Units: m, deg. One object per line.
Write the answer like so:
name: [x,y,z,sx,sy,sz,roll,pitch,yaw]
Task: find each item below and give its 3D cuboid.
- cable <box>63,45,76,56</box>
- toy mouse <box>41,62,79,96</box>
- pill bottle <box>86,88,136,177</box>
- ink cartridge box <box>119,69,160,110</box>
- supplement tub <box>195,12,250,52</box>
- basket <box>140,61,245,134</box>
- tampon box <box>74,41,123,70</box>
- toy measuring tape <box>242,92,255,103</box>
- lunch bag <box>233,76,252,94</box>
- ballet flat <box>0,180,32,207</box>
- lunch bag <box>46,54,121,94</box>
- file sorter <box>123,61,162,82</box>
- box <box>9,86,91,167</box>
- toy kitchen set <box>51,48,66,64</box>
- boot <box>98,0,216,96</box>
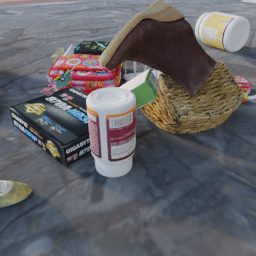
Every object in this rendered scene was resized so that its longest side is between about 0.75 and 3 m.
cable: [-2.666,-3.102,12.405,0.428,1.237,1.237,36,33,-17]
toy mouse: [-1.711,-1.038,6.774,1.243,0.241,1.105,-29,22,18]
pill bottle: [-0.355,0.129,6.513,1.092,1.913,1.092,0,32,0]
ink cartridge box: [-0.089,-0.784,7.618,1.876,0.556,0.974,-27,21,26]
supplement tub: [5.104,-5.325,15.347,1.807,1.807,2.486,-18,36,-27]
basket: [2.031,-0.667,8.833,2.612,1.946,1.865,-17,68,-25]
tampon box: [-1.224,-3.016,12.239,1.864,1.177,1.397,6,32,9]
toy measuring tape: [4.254,-1.110,9.930,1.057,0.389,0.389,-8,33,-9]
lunch bag: [4.049,-1.590,10.674,1.154,0.473,1.017,1,37,-2]
ballet flat: [-2.949,1.376,5.781,1.788,0.632,0.632,-11,34,-18]
lunch bag: [-1.642,-1.928,10.717,2.643,1.083,2.328,3,37,5]
file sorter: [0.933,-2.486,11.383,1.944,1.211,1.349,-9,33,-15]
box: [-1.743,-0.232,8.261,2.298,0.665,2.891,-27,41,-36]
toy kitchen set: [-3.122,-3.561,13.496,0.954,0.778,0.861,3,32,5]
boot: [0.930,-1.762,7.126,2.963,2.464,1.072,-48,11,-29]
